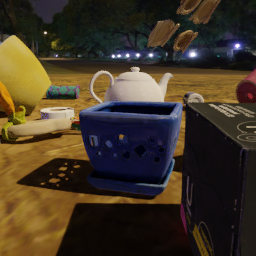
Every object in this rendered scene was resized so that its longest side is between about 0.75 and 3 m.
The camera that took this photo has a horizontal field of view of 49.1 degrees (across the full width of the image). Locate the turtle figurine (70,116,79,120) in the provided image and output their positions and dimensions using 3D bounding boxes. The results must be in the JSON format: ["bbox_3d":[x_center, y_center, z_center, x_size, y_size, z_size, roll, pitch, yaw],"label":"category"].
[{"bbox_3d":[-1.138,-0.235,7.528,1.302,0.419,1.050,5,14,21],"label":"turtle figurine"}]

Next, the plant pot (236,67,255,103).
[{"bbox_3d":[4.917,-1.419,10.122,1.640,1.832,1.832,-24,22,-24],"label":"plant pot"}]

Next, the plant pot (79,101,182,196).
[{"bbox_3d":[0.097,0.235,3.947,1.236,1.111,1.236,4,14,15],"label":"plant pot"}]

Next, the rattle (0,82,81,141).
[{"bbox_3d":[-1.908,-0.444,6.487,1.973,1.410,1.285,-10,-9,-8],"label":"rattle"}]

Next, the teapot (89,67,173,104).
[{"bbox_3d":[0.143,-1.094,8.466,1.959,1.450,1.985,7,15,24],"label":"teapot"}]

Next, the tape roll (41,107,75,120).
[{"bbox_3d":[-2.078,-0.378,8.319,0.997,0.349,0.997,0,12,0],"label":"tape roll"}]

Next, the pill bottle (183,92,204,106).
[{"bbox_3d":[2.406,-1.032,10.534,0.623,0.623,1.122,0,13,-1],"label":"pill bottle"}]

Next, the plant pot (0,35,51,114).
[{"bbox_3d":[-3.617,-1.440,9.182,1.764,2.485,2.485,35,4,-17],"label":"plant pot"}]

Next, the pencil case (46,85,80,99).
[{"bbox_3d":[-3.141,-1.740,13.451,1.585,0.674,0.732,1,46,2],"label":"pencil case"}]

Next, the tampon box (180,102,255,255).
[{"bbox_3d":[1.566,0.538,2.170,2.064,1.303,1.547,0,13,1],"label":"tampon box"}]

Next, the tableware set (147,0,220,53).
[{"bbox_3d":[1.907,-3.495,9.317,2.690,2.247,0.312,-9,55,-50],"label":"tableware set"}]
